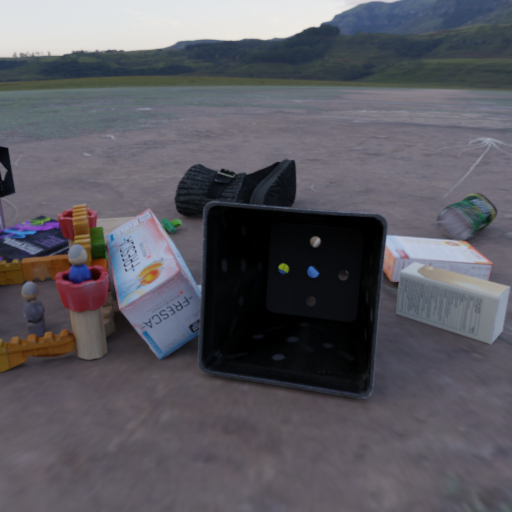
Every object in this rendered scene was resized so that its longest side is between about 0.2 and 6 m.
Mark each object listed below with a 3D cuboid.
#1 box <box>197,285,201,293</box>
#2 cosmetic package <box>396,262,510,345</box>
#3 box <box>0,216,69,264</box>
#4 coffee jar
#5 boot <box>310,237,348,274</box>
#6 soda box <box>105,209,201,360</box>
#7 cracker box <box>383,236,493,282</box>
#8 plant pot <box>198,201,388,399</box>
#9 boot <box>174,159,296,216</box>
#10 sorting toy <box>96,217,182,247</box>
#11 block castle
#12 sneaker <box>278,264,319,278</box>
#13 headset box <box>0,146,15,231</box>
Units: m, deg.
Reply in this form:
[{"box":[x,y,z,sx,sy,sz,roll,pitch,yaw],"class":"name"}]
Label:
[{"box":[-0.748,0.612,8.500,0.777,0.266,0.319,-4,22,-10],"class":"box"},{"box":[2.718,0.632,7.830,1.395,0.734,0.496,18,28,36],"class":"cosmetic package"},{"box":[-4.164,-0.245,10.425,1.243,0.314,1.739,18,28,19],"class":"box"},{"box":[4.351,-0.810,11.468,1.464,0.625,0.763,-24,67,-46],"class":"coffee jar"},{"box":[1.622,-0.152,10.061,1.057,0.740,1.972,35,20,14],"class":"boot"},{"box":[-1.476,0.269,8.076,0.894,0.961,2.811,-33,27,-3],"class":"soda box"},{"box":[2.930,0.080,9.427,1.634,0.471,1.094,5,21,-5],"class":"cracker box"},{"box":[0.565,0.338,7.062,2.046,2.051,1.820,5,11,14],"class":"plant pot"},{"box":[-0.374,-1.644,13.125,2.195,1.105,2.936,8,23,21],"class":"boot"},{"box":[-2.364,-0.476,11.293,1.840,0.271,1.360,-5,25,-14],"class":"sorting toy"},{"box":[-3.205,0.169,7.866,2.210,1.552,3.308,-6,22,-17],"class":"block castle"},{"box":[0.214,0.024,9.350,1.096,0.938,2.645,-4,22,-41],"class":"sneaker"},{"box":[-6.306,-1.292,9.992,3.685,2.742,1.423,-14,25,-33],"class":"headset box"}]
